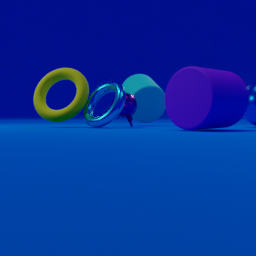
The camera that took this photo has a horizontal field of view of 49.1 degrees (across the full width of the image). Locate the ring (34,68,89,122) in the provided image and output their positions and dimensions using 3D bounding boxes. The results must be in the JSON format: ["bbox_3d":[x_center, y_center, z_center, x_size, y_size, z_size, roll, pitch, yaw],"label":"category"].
[{"bbox_3d":[-1.874,-0.938,7.822,1.645,1.645,0.329,1,-20,15],"label":"ring"}]

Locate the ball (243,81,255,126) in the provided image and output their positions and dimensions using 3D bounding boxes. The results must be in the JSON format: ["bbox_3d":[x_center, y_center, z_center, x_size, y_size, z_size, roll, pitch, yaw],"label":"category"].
[{"bbox_3d":[3.690,-0.665,7.535,1.310,1.310,1.310,0,2,0],"label":"ball"}]

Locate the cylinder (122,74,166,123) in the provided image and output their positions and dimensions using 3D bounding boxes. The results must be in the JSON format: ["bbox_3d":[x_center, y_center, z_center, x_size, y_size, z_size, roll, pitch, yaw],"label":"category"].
[{"bbox_3d":[0.527,-1.079,10.004,1.369,1.369,1.369,0,27,-15],"label":"cylinder"}]

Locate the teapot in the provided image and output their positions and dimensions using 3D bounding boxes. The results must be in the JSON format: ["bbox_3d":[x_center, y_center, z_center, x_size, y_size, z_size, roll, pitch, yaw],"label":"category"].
[{"bbox_3d":[-0.094,-0.615,8.185,0.758,1.220,0.597,-21,8,6],"label":"teapot"}]

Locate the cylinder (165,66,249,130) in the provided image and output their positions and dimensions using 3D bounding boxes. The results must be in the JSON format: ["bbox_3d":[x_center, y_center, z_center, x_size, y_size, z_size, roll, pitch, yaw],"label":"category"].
[{"bbox_3d":[1.627,-0.599,5.840,1.243,1.243,1.243,-3,3,-38],"label":"cylinder"}]

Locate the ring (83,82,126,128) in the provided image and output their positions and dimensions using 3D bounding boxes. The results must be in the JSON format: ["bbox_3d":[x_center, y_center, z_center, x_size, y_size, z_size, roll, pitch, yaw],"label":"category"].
[{"bbox_3d":[-0.637,-0.634,7.411,1.381,1.381,0.276,2,-27,42],"label":"ring"}]
